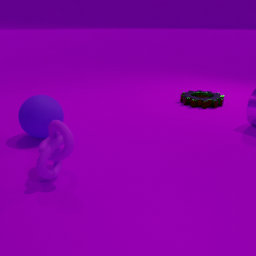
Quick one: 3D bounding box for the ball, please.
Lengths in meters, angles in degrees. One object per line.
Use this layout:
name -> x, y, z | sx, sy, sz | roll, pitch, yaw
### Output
ball -> -2.287, -0.302, 7.415 | 1.152, 1.152, 1.152 | 0, 21, 0

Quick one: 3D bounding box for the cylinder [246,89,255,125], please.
cylinder -> 4.214, -0.536, 7.987 | 1.185, 1.185, 1.185 | -18, 27, -38

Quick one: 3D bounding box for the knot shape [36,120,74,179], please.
knot shape -> -1.391, 0.334, 5.478 | 0.541, 1.095, 1.170 | 20, 42, -20

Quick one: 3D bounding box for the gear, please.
gear -> 2.823, -1.114, 10.699 | 1.606, 0.297, 1.606 | 0, 21, 0
